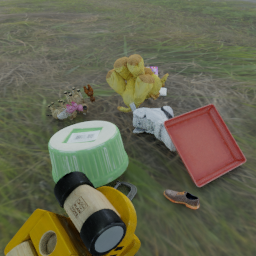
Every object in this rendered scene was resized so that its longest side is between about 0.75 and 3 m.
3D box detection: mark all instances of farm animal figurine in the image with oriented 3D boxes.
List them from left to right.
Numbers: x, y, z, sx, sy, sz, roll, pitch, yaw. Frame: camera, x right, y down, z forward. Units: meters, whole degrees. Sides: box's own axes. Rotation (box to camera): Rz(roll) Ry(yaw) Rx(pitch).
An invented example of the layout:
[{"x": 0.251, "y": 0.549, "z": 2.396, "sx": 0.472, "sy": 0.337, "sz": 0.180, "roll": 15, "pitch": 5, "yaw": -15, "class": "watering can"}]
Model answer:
[{"x": -2.144, "y": -0.827, "z": 11.181, "sx": 1.601, "sy": 0.997, "sz": 1.983, "roll": -5, "pitch": 31, "yaw": 29, "class": "farm animal figurine"}]

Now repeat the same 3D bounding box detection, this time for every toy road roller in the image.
[{"x": -0.945, "y": 2.446, "z": 5.727, "sx": 2.717, "sy": 1.983, "sz": 1.670, "roll": -49, "pitch": 46, "yaw": -3, "class": "toy road roller"}]

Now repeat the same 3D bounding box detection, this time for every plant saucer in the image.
[{"x": 2.317, "y": 0.492, "z": 8.657, "sx": 2.154, "sy": 0.395, "sz": 2.150, "roll": -20, "pitch": 75, "yaw": -27, "class": "plant saucer"}]

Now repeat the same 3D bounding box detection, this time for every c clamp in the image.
[{"x": -0.321, "y": 1.796, "z": 7.689, "sx": 0.959, "sy": 0.152, "sz": 1.122, "roll": 22, "pitch": 37, "yaw": 26, "class": "c clamp"}]

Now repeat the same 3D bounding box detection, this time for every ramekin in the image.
[{"x": -1.185, "y": 0.666, "z": 8.169, "sx": 2.282, "sy": 1.114, "sz": 2.282, "roll": -8, "pitch": 24, "yaw": 3, "class": "ramekin"}]

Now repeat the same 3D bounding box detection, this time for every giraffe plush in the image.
[{"x": 0.627, "y": -1.820, "z": 11.598, "sx": 2.144, "sy": 2.485, "sz": 2.015, "roll": -3, "pitch": 17, "yaw": 44, "class": "giraffe plush"}]

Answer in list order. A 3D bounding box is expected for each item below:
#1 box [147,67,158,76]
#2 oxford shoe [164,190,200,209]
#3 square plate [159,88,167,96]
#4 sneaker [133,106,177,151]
[{"x": 0.988, "y": -2.778, "z": 14.648, "sx": 1.136, "sy": 0.325, "sz": 1.660, "roll": 2, "pitch": 33, "yaw": 3, "class": "box"}, {"x": 1.442, "y": 1.810, "z": 7.497, "sx": 0.991, "sy": 0.361, "sz": 0.353, "roll": 15, "pitch": 36, "yaw": 22, "class": "oxford shoe"}, {"x": 1.430, "y": -1.753, "z": 13.270, "sx": 0.784, "sy": 0.111, "sz": 0.776, "roll": 5, "pitch": 34, "yaw": 7, "class": "square plate"}, {"x": 0.934, "y": 0.006, "z": 9.791, "sx": 1.490, "sy": 0.974, "sz": 2.592, "roll": -2, "pitch": 28, "yaw": -1, "class": "sneaker"}]
